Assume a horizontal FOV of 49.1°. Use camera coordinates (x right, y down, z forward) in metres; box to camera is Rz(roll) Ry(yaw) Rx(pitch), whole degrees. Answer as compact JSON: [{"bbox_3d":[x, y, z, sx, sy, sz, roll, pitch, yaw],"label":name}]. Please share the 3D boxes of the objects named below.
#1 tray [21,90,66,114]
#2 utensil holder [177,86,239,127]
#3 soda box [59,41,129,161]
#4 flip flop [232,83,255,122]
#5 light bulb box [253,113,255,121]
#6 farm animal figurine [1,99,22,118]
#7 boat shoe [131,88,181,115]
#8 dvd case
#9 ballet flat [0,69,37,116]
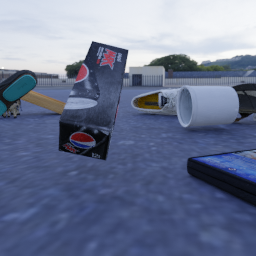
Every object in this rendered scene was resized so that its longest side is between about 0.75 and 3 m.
[{"bbox_3d":[-3.247,-1.046,10.428,1.989,0.368,0.981,21,7,-7],"label":"tray"},{"bbox_3d":[1.946,-0.550,6.923,1.199,1.019,1.019,-3,10,-11],"label":"utensil holder"},{"bbox_3d":[-0.429,-0.473,3.932,0.648,0.580,1.831,13,45,-4],"label":"soda box"},{"bbox_3d":[2.993,-0.588,8.309,2.778,0.800,1.127,-9,40,42],"label":"flip flop"},{"bbox_3d":[4.421,-0.482,8.183,1.014,0.633,1.005,-1,9,-13],"label":"light bulb box"},{"bbox_3d":[-4.339,-0.798,9.398,1.394,0.868,1.726,-2,9,-15],"label":"farm animal figurine"},{"bbox_3d":[1.400,-0.935,9.819,2.772,0.983,0.968,3,6,29],"label":"boat shoe"},{"bbox_3d":[2.400,0.519,3.201,2.810,0.247,2.005,-4,9,-23],"label":"dvd case"},{"bbox_3d":[-3.148,-0.791,6.990,2.008,0.683,0.687,-34,43,-5],"label":"ballet flat"}]
